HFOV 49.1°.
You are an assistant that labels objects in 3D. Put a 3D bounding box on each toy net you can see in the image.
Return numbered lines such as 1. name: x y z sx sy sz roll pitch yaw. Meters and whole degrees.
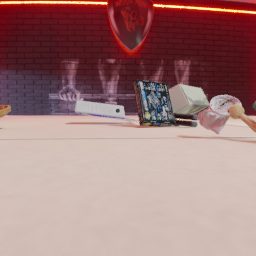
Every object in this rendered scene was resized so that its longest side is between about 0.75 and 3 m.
1. toy net: 2.117 -0.470 4.682 2.164 1.135 0.418 -5 -27 41

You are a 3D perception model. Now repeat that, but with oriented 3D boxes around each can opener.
1. can opener: 1.833 -0.272 9.536 0.561 0.448 1.678 11 0 -31

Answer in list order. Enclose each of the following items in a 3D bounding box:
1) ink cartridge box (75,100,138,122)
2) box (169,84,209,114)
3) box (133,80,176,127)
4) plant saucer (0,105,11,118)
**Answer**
1. ink cartridge box: -0.936 -0.705 12.336 2.617 0.568 2.593 9 -1 -7
2. box: 2.343 -1.089 11.481 1.113 0.926 2.708 -30 -11 31
3. box: 0.862 -0.810 9.250 1.207 1.519 0.349 2 -22 -28
4. plant saucer: -4.162 -0.378 7.908 1.618 0.261 1.618 -5 15 1
